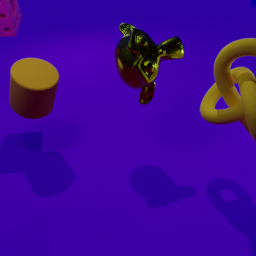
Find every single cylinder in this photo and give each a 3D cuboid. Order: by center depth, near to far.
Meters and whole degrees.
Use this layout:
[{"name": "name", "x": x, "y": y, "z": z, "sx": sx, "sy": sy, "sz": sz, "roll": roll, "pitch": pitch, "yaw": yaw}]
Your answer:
[{"name": "cylinder", "x": -2.259, "y": -0.935, "z": 6.719, "sx": 1.059, "sy": 1.059, "sz": 1.059, "roll": 12, "pitch": 49, "yaw": -15}]

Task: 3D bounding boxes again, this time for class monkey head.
[{"name": "monkey head", "x": 0.433, "y": -1.563, "z": 6.286, "sx": 1.433, "sy": 1.992, "sz": 1.200, "roll": -16, "pitch": 3, "yaw": -12}]

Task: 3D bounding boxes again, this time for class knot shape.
[{"name": "knot shape", "x": 2.239, "y": -0.772, "z": 5.416, "sx": 0.933, "sy": 1.890, "sz": 2.020, "roll": -8, "pitch": 36, "yaw": -19}]

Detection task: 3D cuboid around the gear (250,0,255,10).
[{"name": "gear", "x": 3.228, "y": -3.267, "z": 6.338, "sx": 0.212, "sy": 1.148, "sz": 1.148, "roll": 38, "pitch": 46, "yaw": 11}]

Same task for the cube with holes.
[{"name": "cube with holes", "x": -3.449, "y": -3.055, "z": 7.074, "sx": 1.081, "sy": 1.081, "sz": 1.081, "roll": -5, "pitch": 48, "yaw": -5}]
